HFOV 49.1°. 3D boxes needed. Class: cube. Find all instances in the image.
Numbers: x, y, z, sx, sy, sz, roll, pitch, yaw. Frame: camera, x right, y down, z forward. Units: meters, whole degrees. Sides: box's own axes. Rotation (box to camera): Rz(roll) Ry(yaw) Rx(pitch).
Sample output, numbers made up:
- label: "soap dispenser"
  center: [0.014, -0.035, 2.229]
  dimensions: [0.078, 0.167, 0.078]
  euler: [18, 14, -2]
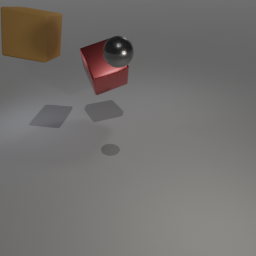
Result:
- label: "cube"
  center: [-3.006, -2.990, 8.881]
  dimensions: [1.400, 1.400, 1.400]
  euler: [10, 24, 2]
- label: "cube"
  center: [-0.888, -2.339, 10.752]
  dimensions: [1.400, 1.400, 1.400]
  euler: [-22, 75, -8]

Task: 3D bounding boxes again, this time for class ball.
- label: "ball"
  center: [-0.220, -1.726, 6.362]
  dimensions: [0.700, 0.700, 0.700]
  euler: [0, 30, 0]
